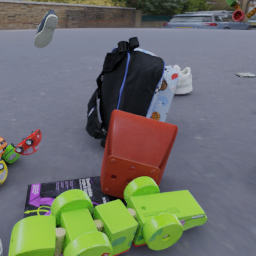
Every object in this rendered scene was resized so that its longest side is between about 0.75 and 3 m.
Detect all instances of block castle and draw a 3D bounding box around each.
[{"bbox_3d":[3.236,-4.020,8.017,0.808,1.722,1.151,-5,-24,-44],"label":"block castle"}]

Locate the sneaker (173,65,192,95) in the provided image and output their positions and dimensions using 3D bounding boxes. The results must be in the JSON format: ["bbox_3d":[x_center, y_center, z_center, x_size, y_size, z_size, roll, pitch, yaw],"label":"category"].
[{"bbox_3d":[1.379,-1.749,10.450,2.308,1.150,0.864,-13,28,-24],"label":"sneaker"}]

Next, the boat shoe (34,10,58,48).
[{"bbox_3d":[-2.689,-3.203,9.100,0.517,1.382,0.427,6,52,-33],"label":"boat shoe"}]

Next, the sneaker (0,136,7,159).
[{"bbox_3d":[-3.399,0.638,5.639,1.957,0.759,1.096,-13,9,-10],"label":"sneaker"}]

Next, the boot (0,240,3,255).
[{"bbox_3d":[-2.752,1.233,3.730,2.232,1.008,0.812,4,24,9],"label":"boot"}]

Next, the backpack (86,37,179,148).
[{"bbox_3d":[0.050,-0.995,7.218,1.941,2.520,2.400,13,19,-24],"label":"backpack"}]

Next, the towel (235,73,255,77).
[{"bbox_3d":[5.737,-2.613,13.702,0.782,0.135,0.753,-1,24,-1],"label":"towel"}]

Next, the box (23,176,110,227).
[{"bbox_3d":[-1.015,1.223,4.726,1.361,0.246,0.973,-4,24,-13],"label":"box"}]

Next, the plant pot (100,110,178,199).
[{"bbox_3d":[0.107,0.584,4.871,1.228,1.229,1.083,15,32,3],"label":"plant pot"}]

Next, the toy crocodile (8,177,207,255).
[{"bbox_3d":[-0.140,1.332,3.760,2.747,0.848,0.927,-4,34,-28],"label":"toy crocodile"}]

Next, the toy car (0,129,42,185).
[{"bbox_3d":[-2.352,0.590,5.717,1.499,0.334,1.411,-45,20,-15],"label":"toy car"}]
